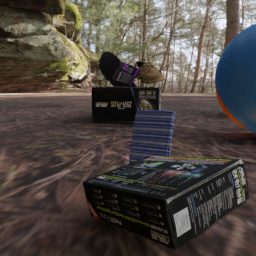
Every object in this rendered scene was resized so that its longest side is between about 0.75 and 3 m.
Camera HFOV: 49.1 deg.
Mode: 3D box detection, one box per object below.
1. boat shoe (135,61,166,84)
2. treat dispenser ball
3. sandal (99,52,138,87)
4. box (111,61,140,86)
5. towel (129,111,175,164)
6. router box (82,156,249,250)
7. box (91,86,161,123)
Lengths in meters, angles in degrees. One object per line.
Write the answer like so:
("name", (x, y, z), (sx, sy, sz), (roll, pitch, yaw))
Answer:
("boat shoe", (0.603, -1.792, 8.860), (0.622, 0.563, 1.745), (-20, 24, -18))
("treat dispenser ball", (3.020, -1.011, 5.757), (2.376, 2.376, 2.376), (0, 8, 0))
("sandal", (-0.343, -1.984, 11.453), (0.918, 2.444, 0.551), (-39, 9, -6))
("box", (-0.058, -1.652, 8.520), (0.842, 0.602, 0.152), (6, 29, -50))
("towel", (0.290, 0.159, 3.448), (0.552, 0.762, 0.091), (3, -11, 32))
("router box", (0.232, 0.462, 2.082), (0.751, 0.311, 1.002), (-17, 7, -35))
("box", (0.061, -0.821, 9.095), (1.978, 1.040, 2.416), (1, 9, 7))
